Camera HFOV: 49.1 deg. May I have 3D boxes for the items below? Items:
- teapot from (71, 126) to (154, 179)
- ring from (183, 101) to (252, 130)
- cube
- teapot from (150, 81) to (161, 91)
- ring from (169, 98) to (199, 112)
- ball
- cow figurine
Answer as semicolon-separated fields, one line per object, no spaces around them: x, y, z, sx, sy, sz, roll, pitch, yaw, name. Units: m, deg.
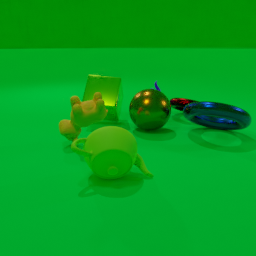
-0.251;0.503;4.924;1.574;0.979;0.771;19;33;-23;teapot
2.246;-0.289;7.150;1.691;0.338;1.691;13;-9;2;ring
-0.712;-0.860;8.262;0.979;0.979;0.979;6;-23;6;cube
0.691;-0.940;9.080;1.496;0.733;0.930;-50;13;-28;teapot
1.958;-0.680;8.893;1.355;0.271;1.355;14;-2;0;ring
0.594;-0.490;7.573;1.140;1.140;1.140;0;17;0;ball
-1.012;-0.190;6.391;1.159;1.140;0.636;-12;44;-11;cow figurine
